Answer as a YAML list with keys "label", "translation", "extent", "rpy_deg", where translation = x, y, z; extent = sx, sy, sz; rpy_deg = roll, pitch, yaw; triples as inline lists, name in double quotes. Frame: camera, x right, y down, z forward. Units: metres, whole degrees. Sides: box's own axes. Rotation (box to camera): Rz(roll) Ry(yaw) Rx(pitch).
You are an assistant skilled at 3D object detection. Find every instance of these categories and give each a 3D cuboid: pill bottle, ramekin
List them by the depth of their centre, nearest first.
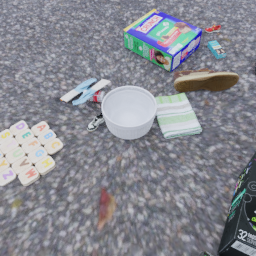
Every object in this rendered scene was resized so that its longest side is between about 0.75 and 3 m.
- label: "ramekin"
  translation: [0.055, -0.512, 10.473]
  extent: [2.012, 1.056, 2.012]
  rpy_deg: [0, 53, 0]
- label: "pill bottle"
  translation: [-1.391, -1.330, 11.459]
  extent: [0.836, 0.469, 0.469]
  rpy_deg: [8, 53, 6]

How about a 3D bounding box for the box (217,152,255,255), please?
- label: "box"
  translation: [4.031, 2.449, 7.787]
  extent: [2.097, 1.755, 2.823]
  rpy_deg: [22, 56, 16]

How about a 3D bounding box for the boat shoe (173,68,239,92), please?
- label: "boat shoe"
  translation: [3.249, -2.164, 11.817]
  extent: [2.695, 0.972, 0.970]
  rpy_deg: [-6, 54, 3]

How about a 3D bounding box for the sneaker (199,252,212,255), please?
- label: "sneaker"
  translation: [2.714, 4.081, 7.272]
  extent: [0.907, 0.831, 2.129]
  rpy_deg: [-34, 69, -31]

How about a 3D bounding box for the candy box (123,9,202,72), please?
- label: "candy box"
  translation: [1.608, -4.227, 13.240]
  extent: [2.858, 1.101, 2.417]
  rpy_deg: [33, 61, 24]

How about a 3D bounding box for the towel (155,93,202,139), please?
- label: "towel"
  translation: [1.869, -0.549, 10.970]
  extent: [1.513, 0.311, 2.027]
  rpy_deg: [-9, 53, -7]

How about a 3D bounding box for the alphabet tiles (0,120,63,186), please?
- label: "alphabet tiles"
  translation: [-3.712, 0.817, 9.977]
  extent: [2.487, 0.186, 2.543]
  rpy_deg: [-33, 59, -21]

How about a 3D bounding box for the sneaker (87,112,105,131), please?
- label: "sneaker"
  translation: [-1.231, -0.264, 10.699]
  extent: [0.347, 0.402, 0.917]
  rpy_deg: [33, 61, 20]

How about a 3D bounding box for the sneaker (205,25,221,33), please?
- label: "sneaker"
  translation: [4.361, -5.139, 14.398]
  extent: [0.846, 0.359, 0.326]
  rpy_deg: [-10, 54, -8]

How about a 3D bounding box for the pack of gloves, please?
- label: "pack of gloves"
  translation: [-1.711, -1.426, 11.473]
  extent: [1.758, 0.347, 1.477]
  rpy_deg: [-41, 38, -21]

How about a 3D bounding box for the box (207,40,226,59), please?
- label: "box"
  translation: [4.248, -3.760, 13.423]
  extent: [0.429, 0.256, 1.043]
  rpy_deg: [-14, 54, -11]
